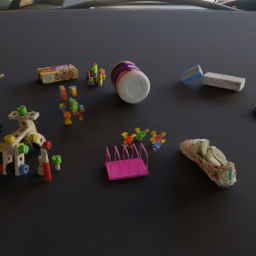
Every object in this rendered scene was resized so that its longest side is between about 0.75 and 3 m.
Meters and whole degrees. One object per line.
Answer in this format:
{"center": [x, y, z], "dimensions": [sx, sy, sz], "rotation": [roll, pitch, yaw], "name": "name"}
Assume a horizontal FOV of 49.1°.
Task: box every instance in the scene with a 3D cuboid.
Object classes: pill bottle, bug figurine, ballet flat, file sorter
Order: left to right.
{"center": [-0.042, 0.807, 7.091], "dimensions": [0.990, 0.621, 0.688], "rotation": [-6, 29, -11], "name": "file sorter"}
{"center": [-0.005, -1.985, 11.556], "dimensions": [1.276, 1.276, 2.269], "rotation": [-7, 29, -12], "name": "pill bottle"}
{"center": [0.518, 0.351, 8.242], "dimensions": [1.316, 0.339, 1.020], "rotation": [10, 24, 26], "name": "bug figurine"}
{"center": [2.066, 0.692, 7.266], "dimensions": [0.787, 0.665, 2.080], "rotation": [-11, 30, -21], "name": "ballet flat"}

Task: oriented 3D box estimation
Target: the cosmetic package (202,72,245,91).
{"center": [4.302, -2.106, 12.666], "dimensions": [1.717, 0.435, 0.709], "rotation": [18, 33, 30], "name": "cosmetic package"}

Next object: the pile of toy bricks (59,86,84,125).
{"center": [-1.774, -0.665, 9.021], "dimensions": [0.767, 1.383, 0.683], "rotation": [-12, 33, -21], "name": "pile of toy bricks"}

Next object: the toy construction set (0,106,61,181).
{"center": [-2.563, 0.324, 7.089], "dimensions": [1.921, 1.476, 1.602], "rotation": [22, 36, 34], "name": "toy construction set"}

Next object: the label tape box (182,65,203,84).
{"center": [2.964, -2.412, 12.924], "dimensions": [0.869, 0.401, 1.214], "rotation": [-24, 23, 22], "name": "label tape box"}

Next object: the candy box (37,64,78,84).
{"center": [-3.414, -2.648, 13.624], "dimensions": [1.731, 0.489, 1.010], "rotation": [-15, 32, -23], "name": "candy box"}

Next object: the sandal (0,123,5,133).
{"center": [-4.809, -0.126, 9.191], "dimensions": [1.664, 0.375, 0.625], "rotation": [24, 39, 12], "name": "sandal"}

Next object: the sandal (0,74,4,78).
{"center": [-6.840, -2.516, 13.427], "dimensions": [1.613, 0.436, 0.648], "rotation": [-3, 29, -6], "name": "sandal"}

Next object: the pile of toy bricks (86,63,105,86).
{"center": [-1.552, -2.660, 13.283], "dimensions": [0.927, 0.825, 1.671], "rotation": [1, 28, 1], "name": "pile of toy bricks"}

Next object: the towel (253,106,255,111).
{"center": [5.750, -0.662, 10.248], "dimensions": [1.868, 0.212, 1.346], "rotation": [25, 36, 38], "name": "towel"}
